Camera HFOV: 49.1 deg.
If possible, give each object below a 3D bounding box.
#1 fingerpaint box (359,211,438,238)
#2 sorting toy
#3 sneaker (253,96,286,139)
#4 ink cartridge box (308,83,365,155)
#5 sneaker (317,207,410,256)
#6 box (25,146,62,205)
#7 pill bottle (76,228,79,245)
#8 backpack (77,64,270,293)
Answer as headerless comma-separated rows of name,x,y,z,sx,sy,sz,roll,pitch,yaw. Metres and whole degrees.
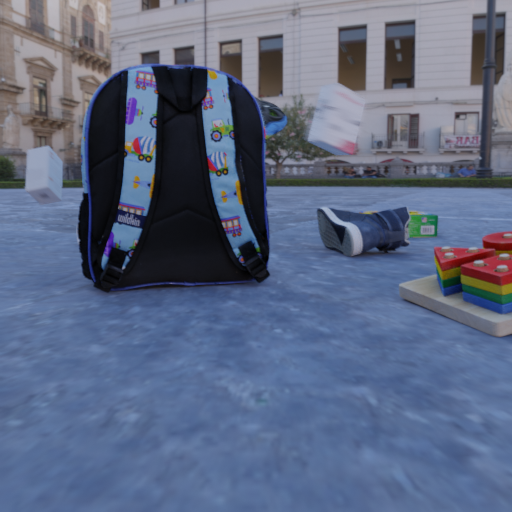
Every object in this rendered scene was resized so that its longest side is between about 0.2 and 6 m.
fingerpaint box,3.626,-0.837,14.446,1.637,0.600,1.366,-1,9,-7
sorting toy,2.972,0.194,6.739,1.837,0.639,1.826,-13,14,-16
sneaker,-0.153,-3.322,12.955,1.201,1.404,3.389,-22,13,18
ink cartridge box,1.607,-2.699,11.143,0.860,1.181,0.501,17,-3,-35
sneaker,2.282,-0.621,11.767,1.617,0.851,2.238,-13,21,-12
box,-3.832,-1.452,10.141,0.423,0.868,0.540,-10,-25,5
pill bottle,-3.566,-0.496,12.624,0.876,0.491,0.491,-4,10,-26
backpack,-1.253,-1.164,8.426,2.835,3.105,2.089,-3,10,-15
